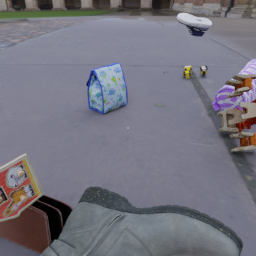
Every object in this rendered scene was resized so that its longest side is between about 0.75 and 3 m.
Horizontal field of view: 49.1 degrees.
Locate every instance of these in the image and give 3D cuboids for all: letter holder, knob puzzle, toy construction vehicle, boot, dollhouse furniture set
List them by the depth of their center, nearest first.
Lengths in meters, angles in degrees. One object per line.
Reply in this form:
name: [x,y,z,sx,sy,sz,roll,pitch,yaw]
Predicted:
knob puzzle: [-1.381,0.778,3.206,0.121,0.872,0.872,25,36,37]
boot: [0.063,2.069,4.183,2.938,0.995,1.919,8,37,23]
letter holder: [-1.781,1.463,4.995,1.453,1.033,0.731,11,29,21]
dollhouse furniture set: [3.300,-0.341,7.811,1.010,1.960,1.939,-3,-7,0]
boot: [2.151,-3.440,9.503,1.340,0.605,0.487,4,58,-22]
toy construction vehicle: [3.394,-2.836,14.290,1.238,0.501,1.422,-8,23,9]

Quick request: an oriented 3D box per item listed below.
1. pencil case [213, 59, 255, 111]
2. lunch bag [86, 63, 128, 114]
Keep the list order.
pencil case: [4.350,-1.593,10.434,1.229,1.207,2.876,-3,26,49]
lunch bag: [-0.769,-1.501,10.272,1.011,1.587,1.349,22,35,36]
